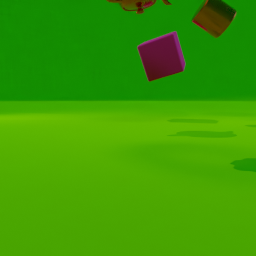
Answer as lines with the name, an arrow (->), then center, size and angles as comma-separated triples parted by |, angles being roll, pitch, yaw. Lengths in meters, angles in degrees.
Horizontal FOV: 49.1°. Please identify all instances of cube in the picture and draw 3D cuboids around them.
cube -> 1.326, -2.760, 10.748 | 1.385, 1.385, 1.385 | -14, 18, 19

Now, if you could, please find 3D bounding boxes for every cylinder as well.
cylinder -> 2.727, -3.576, 8.944 | 1.008, 1.008, 1.008 | 32, 3, -7

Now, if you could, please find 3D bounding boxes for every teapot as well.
teapot -> 0.296, -3.467, 7.247 | 1.992, 0.975, 1.238 | -14, 8, -27
